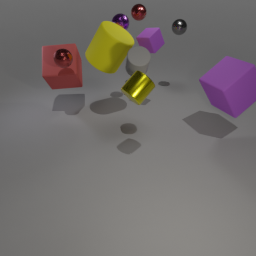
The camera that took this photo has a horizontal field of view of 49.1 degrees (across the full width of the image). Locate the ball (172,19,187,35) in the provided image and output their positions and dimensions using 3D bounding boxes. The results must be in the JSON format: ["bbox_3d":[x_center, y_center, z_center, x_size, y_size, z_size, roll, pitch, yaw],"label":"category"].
[{"bbox_3d":[2.351,-4.616,12.814,0.700,0.700,0.700,0,31,0],"label":"ball"}]

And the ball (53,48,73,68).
[{"bbox_3d":[-2.382,-2.560,10.295,0.700,0.700,0.700,0,31,0],"label":"ball"}]

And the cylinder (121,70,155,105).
[{"bbox_3d":[0.277,-1.113,7.776,0.700,0.700,0.700,-50,45,-3],"label":"cylinder"}]

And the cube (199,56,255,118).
[{"bbox_3d":[3.717,-1.496,10.097,1.400,1.400,1.400,-40,35,-1],"label":"cube"}]

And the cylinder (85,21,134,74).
[{"bbox_3d":[-0.698,-3.030,10.586,1.400,1.400,1.400,24,37,-20],"label":"cylinder"}]

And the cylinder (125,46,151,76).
[{"bbox_3d":[0.295,-2.008,8.541,0.700,0.700,0.700,2,70,-5],"label":"cylinder"}]

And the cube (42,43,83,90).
[{"bbox_3d":[-2.774,-2.592,11.974,1.400,1.400,1.400,-5,-14,0],"label":"cube"}]

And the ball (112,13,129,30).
[{"bbox_3d":[-0.298,-4.134,11.031,0.700,0.700,0.700,0,31,0],"label":"ball"}]

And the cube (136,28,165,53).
[{"bbox_3d":[0.884,-3.424,10.962,0.700,0.700,0.700,18,58,43],"label":"cube"}]

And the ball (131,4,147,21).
[{"bbox_3d":[0.482,-5.150,12.469,0.700,0.700,0.700,0,31,0],"label":"ball"}]
